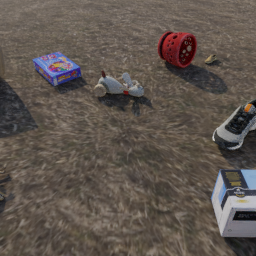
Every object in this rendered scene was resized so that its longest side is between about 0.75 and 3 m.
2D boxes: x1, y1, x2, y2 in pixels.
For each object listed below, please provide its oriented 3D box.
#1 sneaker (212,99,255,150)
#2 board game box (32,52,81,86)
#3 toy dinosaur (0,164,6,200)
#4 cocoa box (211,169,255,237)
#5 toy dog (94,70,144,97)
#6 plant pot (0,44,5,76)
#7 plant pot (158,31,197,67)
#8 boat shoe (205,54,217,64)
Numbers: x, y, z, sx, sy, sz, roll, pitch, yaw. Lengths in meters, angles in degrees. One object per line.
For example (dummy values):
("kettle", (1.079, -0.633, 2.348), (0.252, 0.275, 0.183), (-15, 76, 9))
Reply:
("sneaker", (4.091, -0.212, 10.322), (1.066, 1.143, 2.884), (33, 52, 31))
("board game box", (-3.604, -3.043, 14.122), (1.518, 0.505, 2.258), (-26, 47, -28))
("toy dinosaur", (-4.838, 1.332, 8.783), (2.707, 0.788, 1.369), (16, 44, 18))
("cocoa box", (3.449, 2.009, 7.525), (1.993, 1.329, 1.308), (1, 38, 0))
("toy dog", (-0.435, -2.035, 12.506), (2.207, 1.063, 1.456), (-5, 41, -6))
("plant pot", (-6.839, -3.197, 12.806), (2.059, 1.823, 2.057), (-32, 52, -22))
("plant pot", (2.494, -4.131, 14.589), (1.690, 1.690, 1.539), (-33, 41, -33))
("boat shoe", (4.470, -3.763, 15.091), (0.925, 0.352, 0.331), (-33, 50, -32))
